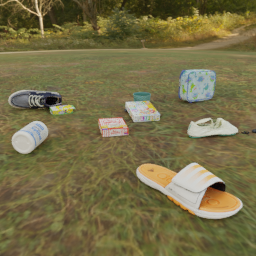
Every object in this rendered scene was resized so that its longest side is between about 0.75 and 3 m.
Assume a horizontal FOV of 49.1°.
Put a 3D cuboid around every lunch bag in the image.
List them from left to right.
[{"bbox_3d":[3.847,-2.360,15.664,2.194,1.764,0.905,-9,19,-30],"label":"lunch bag"}]

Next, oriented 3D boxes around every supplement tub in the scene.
[{"bbox_3d":[-3.400,0.307,9.785,0.805,0.805,1.220,3,22,8],"label":"supplement tub"}]

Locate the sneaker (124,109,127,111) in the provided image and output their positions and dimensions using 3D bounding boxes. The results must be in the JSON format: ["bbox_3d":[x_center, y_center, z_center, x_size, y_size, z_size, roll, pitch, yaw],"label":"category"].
[{"bbox_3d":[0.097,-1.069,14.170,0.275,0.322,0.785,19,31,35],"label":"sneaker"}]

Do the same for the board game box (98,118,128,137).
[{"bbox_3d":[-0.624,-0.048,11.430,1.038,0.317,1.370,-4,21,-12],"label":"board game box"}]

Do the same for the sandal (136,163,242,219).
[{"bbox_3d":[1.350,1.280,7.073,2.982,0.855,1.143,19,27,41],"label":"sandal"}]

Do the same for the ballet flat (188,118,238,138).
[{"bbox_3d":[3.358,-0.048,10.906,2.133,0.740,0.740,-4,21,-12],"label":"ballet flat"}]

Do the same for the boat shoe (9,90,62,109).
[{"bbox_3d":[-4.595,-1.435,14.102,2.636,0.984,1.222,-8,12,-21],"label":"boat shoe"}]

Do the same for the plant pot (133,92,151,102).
[{"bbox_3d":[0.725,-1.412,14.528,0.906,0.727,0.906,-1,20,0],"label":"plant pot"}]

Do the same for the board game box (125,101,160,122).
[{"bbox_3d":[0.657,-0.811,13.250,1.214,0.309,1.805,-5,27,-12],"label":"board game box"}]

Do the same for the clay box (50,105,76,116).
[{"bbox_3d":[-3.200,-0.888,13.756,1.136,0.270,0.652,-8,25,-26],"label":"clay box"}]

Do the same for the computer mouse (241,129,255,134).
[{"bbox_3d":[4.963,0.117,11.240,0.885,0.151,0.259,-6,22,-14],"label":"computer mouse"}]
